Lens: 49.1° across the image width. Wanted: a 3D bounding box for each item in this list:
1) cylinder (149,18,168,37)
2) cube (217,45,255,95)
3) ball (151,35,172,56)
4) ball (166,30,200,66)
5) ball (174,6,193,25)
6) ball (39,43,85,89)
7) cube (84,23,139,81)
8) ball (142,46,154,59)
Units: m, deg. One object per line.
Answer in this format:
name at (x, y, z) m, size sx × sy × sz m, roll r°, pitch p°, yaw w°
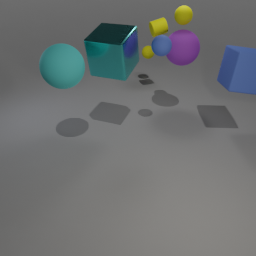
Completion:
cylinder at (1.410, -4.665, 12.985) m, size 0.700 × 0.700 × 0.700 m, roll -20°, pitch 34°, yaw -4°
cube at (4.277, -2.118, 10.187) m, size 1.400 × 1.400 × 1.400 m, roll 6°, pitch 25°, yaw -4°
ball at (1.145, -2.810, 9.563) m, size 0.700 × 0.700 × 0.700 m, roll 0°, pitch 31°, yaw 0°
ball at (2.182, -3.225, 11.278) m, size 1.400 × 1.400 × 1.400 m, roll 0°, pitch 31°, yaw 0°
ball at (2.150, -4.362, 10.849) m, size 0.700 × 0.700 × 0.700 m, roll 0°, pitch 31°, yaw 0°
ball at (-2.065, -1.933, 8.821) m, size 1.400 × 1.400 × 1.400 m, roll 0°, pitch 31°, yaw 0°
cube at (-0.515, -2.688, 9.819) m, size 1.400 × 1.400 × 1.400 m, roll 12°, pitch 46°, yaw 18°
ball at (1.105, -4.149, 15.353) m, size 0.700 × 0.700 × 0.700 m, roll 0°, pitch 31°, yaw 0°
